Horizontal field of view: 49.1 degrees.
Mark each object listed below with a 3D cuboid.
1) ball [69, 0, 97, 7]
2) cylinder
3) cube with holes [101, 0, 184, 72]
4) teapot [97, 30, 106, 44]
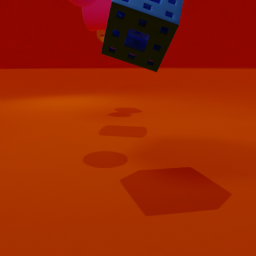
[{"bbox_3d":[-1.112,-3.447,6.779,0.944,0.944,0.944,0,13,0],"label":"ball"},{"bbox_3d":[-0.741,-3.810,9.111,1.178,1.178,1.178,1,13,12],"label":"cylinder"},{"bbox_3d":[0.268,-1.981,5.207,1.135,1.135,1.135,18,57,-5],"label":"cube with holes"},{"bbox_3d":[-0.913,-3.879,11.505,0.749,1.530,0.951,-38,-1,-35],"label":"teapot"}]
